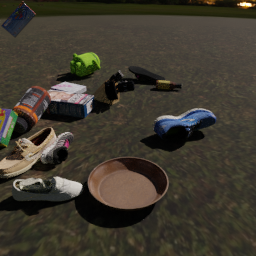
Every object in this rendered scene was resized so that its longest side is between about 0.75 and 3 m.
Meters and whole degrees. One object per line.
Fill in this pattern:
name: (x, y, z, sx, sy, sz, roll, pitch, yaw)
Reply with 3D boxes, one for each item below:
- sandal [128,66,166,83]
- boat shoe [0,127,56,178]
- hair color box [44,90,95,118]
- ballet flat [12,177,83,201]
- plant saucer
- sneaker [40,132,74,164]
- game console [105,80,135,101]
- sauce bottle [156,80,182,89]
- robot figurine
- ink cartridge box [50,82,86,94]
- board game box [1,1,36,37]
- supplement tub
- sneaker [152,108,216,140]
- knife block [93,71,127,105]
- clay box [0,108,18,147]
sandal: (1.027, -3.065, 16.795, 2.491, 0.596, 0.936, 28, 36, 21)
boat shoe: (-3.368, 0.713, 9.310, 0.919, 0.862, 2.493, 14, 31, 24)
hair color box: (-2.841, -1.140, 12.936, 2.331, 0.705, 1.166, 8, 29, 14)
ballet flat: (-2.248, 1.656, 7.769, 1.960, 0.681, 0.681, -2, 28, -5)
plant saucer: (0.000, 1.637, 8.075, 2.293, 0.419, 2.293, 1, 28, 0)
sneaker: (-2.250, 0.726, 9.620, 0.698, 0.589, 1.597, 13, 35, 21)
game console: (-0.239, -1.092, 7.929, 0.946, 0.558, 0.114, -5, 17, 28)
sauce bottle: (2.266, -2.359, 15.497, 1.434, 0.473, 0.473, 8, 29, 8)
robot figurine: (-2.678, -4.039, 17.730, 1.917, 1.264, 2.185, 20, 35, 30)
ink cartridge box: (-3.302, -2.005, 14.953, 1.539, 0.339, 1.567, 15, 30, 25)
board game box: (-3.936, -3.894, 10.090, 1.154, 0.594, 0.112, -44, 37, 7)
supplement tub: (-4.078, -0.754, 11.577, 1.074, 1.074, 2.009, 8, 47, 14)
sneaker: (2.269, 0.009, 10.740, 2.501, 0.982, 1.115, -14, 38, -9)
knife block: (-0.945, -2.055, 13.635, 1.882, 1.652, 0.602, 19, 32, 31)
clay box: (-5.462, -0.115, 10.483, 2.310, 0.550, 1.327, 6, 69, 10)
